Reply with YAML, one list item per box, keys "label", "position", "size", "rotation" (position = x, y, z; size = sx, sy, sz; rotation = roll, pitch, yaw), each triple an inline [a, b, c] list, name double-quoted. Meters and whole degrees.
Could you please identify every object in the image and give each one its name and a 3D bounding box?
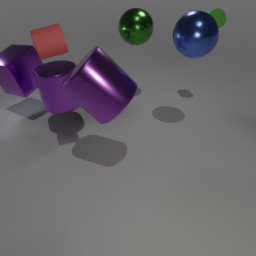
- label: "cube"
  position: [-4.150, -2.194, 10.648]
  size: [1.400, 1.400, 1.400]
  rotation: [15, 52, 35]
- label: "cylinder"
  position: [-1.870, -2.060, 6.693]
  size: [0.700, 0.700, 0.700]
  rotation: [-19, 33, -9]
- label: "cylinder"
  position: [3.208, -4.045, 10.487]
  size: [0.700, 0.700, 0.700]
  rotation: [-3, 11, -5]
- label: "cylinder"
  position: [-0.719, -1.051, 7.025]
  size: [1.400, 1.400, 1.400]
  rotation: [-41, 21, 20]
- label: "cylinder"
  position: [-2.358, -1.426, 9.656]
  size: [1.400, 1.400, 1.400]
  rotation: [-3, 34, 2]
- label: "ball"
  position: [0.315, -3.998, 11.097]
  size: [1.400, 1.400, 1.400]
  rotation: [0, 30, 0]
- label: "ball"
  position: [2.080, -2.863, 8.632]
  size: [1.400, 1.400, 1.400]
  rotation: [0, 30, 0]
